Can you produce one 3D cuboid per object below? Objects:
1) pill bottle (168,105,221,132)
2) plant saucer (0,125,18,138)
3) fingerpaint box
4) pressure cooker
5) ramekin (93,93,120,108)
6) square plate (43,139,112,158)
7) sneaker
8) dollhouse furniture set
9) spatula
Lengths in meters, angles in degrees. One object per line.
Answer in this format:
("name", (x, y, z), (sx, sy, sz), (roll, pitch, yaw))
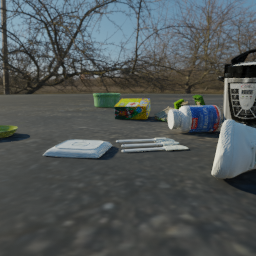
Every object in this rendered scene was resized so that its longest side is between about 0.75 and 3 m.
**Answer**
("pill bottle", (2.425, -0.332, 10.353), (1.774, 0.995, 0.995), (-3, 9, -9))
("plant saucer", (-4.682, 0.150, 9.631), (1.684, 0.262, 1.684), (0, 10, 0))
("fingerpaint box", (0.287, -1.018, 14.773), (1.655, 0.728, 1.984), (0, 17, 9))
("pressure cooker", (4.635, -1.251, 9.713), (2.635, 2.996, 2.676), (-1, 10, -4))
("ramekin", (-1.626, -2.140, 21.575), (2.101, 1.026, 2.101), (0, 9, 0))
("square plate", (-1.285, 0.519, 7.486), (1.466, 0.208, 1.452), (2, 10, 10))
("sneaker", (2.572, 0.439, 5.702), (1.270, 1.080, 2.871), (17, 15, 28))
("dollhouse furniture set", (2.631, -0.685, 13.895), (2.503, 0.966, 1.251), (-28, 22, -12))
("spatula", (0.626, 0.490, 8.002), (1.839, 0.148, 1.279), (-3, 15, -12))
